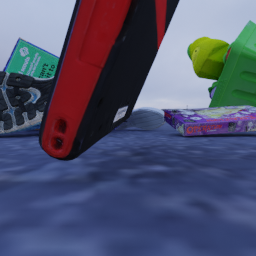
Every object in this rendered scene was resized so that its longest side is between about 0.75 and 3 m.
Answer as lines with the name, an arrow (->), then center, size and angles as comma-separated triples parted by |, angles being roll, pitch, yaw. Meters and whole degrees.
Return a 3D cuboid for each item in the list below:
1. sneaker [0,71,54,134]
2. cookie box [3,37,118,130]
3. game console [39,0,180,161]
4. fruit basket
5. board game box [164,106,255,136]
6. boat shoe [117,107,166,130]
sneaker -> -1.560, -0.240, 4.827 | 2.744, 1.076, 1.234 | -8, -25, -18
cookie box -> -1.442, -0.883, 6.502 | 2.479, 0.932, 2.121 | 23, -4, -18
game console -> 0.117, -0.853, 1.936 | 0.329, 1.873, 2.118 | 24, 9, 4
fruit basket -> 2.336, -1.459, 6.941 | 2.445, 2.445, 1.763 | 2, 36, 39
board game box -> 1.561, -0.152, 4.713 | 1.690, 0.273, 1.015 | -4, 20, -10
boat shoe -> 0.275, -0.277, 6.709 | 1.541, 0.555, 0.478 | -2, 25, 37
